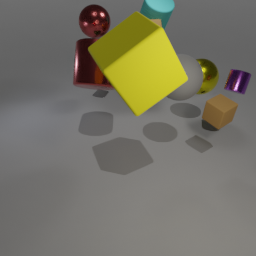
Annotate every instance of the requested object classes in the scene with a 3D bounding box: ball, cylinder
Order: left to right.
[{"bbox_3d":[-1.465,-4.680,12.325,1.400,1.400,1.400,0,30,0],"label":"ball"},{"bbox_3d":[-1.023,-2.003,9.038,1.400,1.400,1.400,5,2,0],"label":"cylinder"},{"bbox_3d":[1.279,-5.359,13.090,1.400,1.400,1.400,6,62,-12],"label":"cylinder"},{"bbox_3d":[1.578,-1.538,8.564,1.400,1.400,1.400,0,30,0],"label":"ball"},{"bbox_3d":[2.854,-2.019,11.026,1.400,1.400,1.400,0,30,0],"label":"ball"},{"bbox_3d":[3.705,-1.558,9.472,0.700,0.700,0.700,16,9,-3],"label":"cylinder"}]

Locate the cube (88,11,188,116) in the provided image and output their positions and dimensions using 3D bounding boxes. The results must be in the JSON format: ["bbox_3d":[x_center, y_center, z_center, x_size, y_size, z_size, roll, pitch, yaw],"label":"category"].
[{"bbox_3d":[0.194,-1.416,6.164,1.400,1.400,1.400,-36,40,5],"label":"cube"}]

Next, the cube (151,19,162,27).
[{"bbox_3d":[0.754,-3.815,12.506,1.400,1.400,1.400,-4,75,-4],"label":"cube"}]

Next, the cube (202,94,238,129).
[{"bbox_3d":[2.851,-0.519,8.725,0.700,0.700,0.700,-26,50,-28],"label":"cube"}]
